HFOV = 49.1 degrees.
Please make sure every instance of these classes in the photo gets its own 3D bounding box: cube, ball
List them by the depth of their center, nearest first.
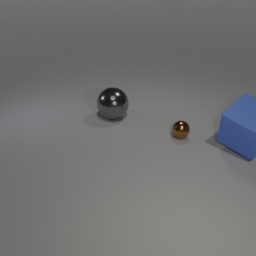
[{"bbox_3d":[4.132,-0.061,9.652,1.400,1.400,1.400,-38,53,-23],"label":"cube"},{"bbox_3d":[2.058,0.058,10.891,0.700,0.700,0.700,0,29,0],"label":"ball"},{"bbox_3d":[-0.667,-1.069,12.208,1.400,1.400,1.400,0,29,0],"label":"ball"}]
